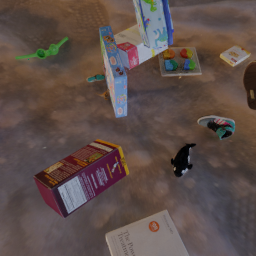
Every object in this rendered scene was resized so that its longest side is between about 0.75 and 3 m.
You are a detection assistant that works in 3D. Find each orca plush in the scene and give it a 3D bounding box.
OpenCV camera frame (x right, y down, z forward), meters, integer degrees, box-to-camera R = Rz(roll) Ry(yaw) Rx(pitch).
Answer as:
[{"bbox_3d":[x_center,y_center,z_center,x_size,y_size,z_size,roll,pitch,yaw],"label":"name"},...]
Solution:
[{"bbox_3d":[2.059,1.046,10.079,0.790,0.533,1.501,33,61,21],"label":"orca plush"}]

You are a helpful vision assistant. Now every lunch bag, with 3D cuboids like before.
[{"bbox_3d":[0.889,-3.920,10.091,1.085,2.116,2.632,-12,18,3],"label":"lunch bag"}]

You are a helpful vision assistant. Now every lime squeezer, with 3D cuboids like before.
[{"bbox_3d":[-4.017,-3.794,13.527,2.776,0.524,0.980,-29,60,-18],"label":"lime squeezer"}]

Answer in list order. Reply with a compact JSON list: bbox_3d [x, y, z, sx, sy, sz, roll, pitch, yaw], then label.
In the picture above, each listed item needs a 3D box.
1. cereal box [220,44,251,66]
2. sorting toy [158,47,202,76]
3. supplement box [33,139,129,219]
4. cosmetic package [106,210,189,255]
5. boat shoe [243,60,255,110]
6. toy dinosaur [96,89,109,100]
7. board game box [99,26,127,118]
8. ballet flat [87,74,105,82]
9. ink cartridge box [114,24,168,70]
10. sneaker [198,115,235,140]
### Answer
[{"bbox_3d":[5.156,-3.506,13.472,1.205,0.238,0.867,-32,61,-21],"label":"cereal box"},{"bbox_3d":[2.402,-3.211,13.191,1.849,0.364,1.997,-3,55,-2],"label":"sorting toy"},{"bbox_3d":[-1.187,1.228,7.347,2.114,0.906,1.167,-30,25,-31],"label":"supplement box"},{"bbox_3d":[0.748,3.977,7.930,2.033,0.697,2.696,-17,56,-15],"label":"cosmetic package"},{"bbox_3d":[4.334,-1.533,9.521,0.692,1.872,0.693,14,49,33],"label":"boat shoe"},{"bbox_3d":[-0.990,-1.410,11.925,0.268,0.886,0.471,-13,86,-43],"label":"toy dinosaur"},{"bbox_3d":[-0.592,-2.277,11.376,0.545,2.253,2.979,-11,55,-8],"label":"board game box"},{"bbox_3d":[-1.463,-2.268,12.595,0.829,0.314,0.265,-11,26,-13],"label":"ballet flat"},{"bbox_3d":[0.432,-3.923,13.095,2.402,1.002,1.744,-33,46,-21],"label":"ink cartridge box"},{"bbox_3d":[3.431,0.027,10.794,1.441,0.603,0.870,6,45,3],"label":"sneaker"}]
